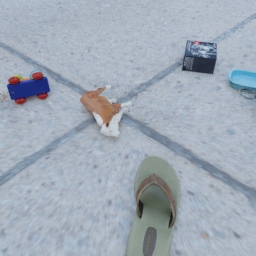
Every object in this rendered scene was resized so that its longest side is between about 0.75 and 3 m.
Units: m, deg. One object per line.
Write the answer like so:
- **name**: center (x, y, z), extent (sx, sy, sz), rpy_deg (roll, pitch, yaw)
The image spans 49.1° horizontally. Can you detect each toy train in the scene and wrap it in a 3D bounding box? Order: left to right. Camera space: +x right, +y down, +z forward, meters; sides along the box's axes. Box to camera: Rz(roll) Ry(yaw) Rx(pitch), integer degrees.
- **toy train**: center (-3.991, -1.497, 9.945), extent (2.217, 0.938, 1.283), rpy_deg (-15, 34, -16)

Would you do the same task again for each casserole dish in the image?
- **casserole dish**: center (4.652, -1.696, 10.492), extent (1.864, 0.362, 1.129), rpy_deg (14, 45, 16)

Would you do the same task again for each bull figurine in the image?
- **bull figurine**: center (-0.673, -0.609, 9.047), extent (1.351, 0.725, 2.226), rpy_deg (-23, 49, -26)

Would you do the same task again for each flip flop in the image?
- **flip flop**: center (0.586, 1.741, 6.376), extent (1.185, 0.841, 2.921), rpy_deg (9, 43, 9)

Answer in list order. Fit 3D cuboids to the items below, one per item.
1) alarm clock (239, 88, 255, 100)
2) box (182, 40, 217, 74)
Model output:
- **alarm clock**: center (5.110, -0.786, 9.024), extent (2.999, 0.998, 2.023), rpy_deg (19, 46, 18)
- **box**: center (2.963, -2.953, 11.579), extent (1.276, 0.729, 1.401), rpy_deg (9, 44, 8)
